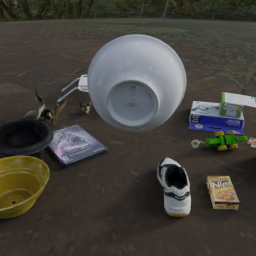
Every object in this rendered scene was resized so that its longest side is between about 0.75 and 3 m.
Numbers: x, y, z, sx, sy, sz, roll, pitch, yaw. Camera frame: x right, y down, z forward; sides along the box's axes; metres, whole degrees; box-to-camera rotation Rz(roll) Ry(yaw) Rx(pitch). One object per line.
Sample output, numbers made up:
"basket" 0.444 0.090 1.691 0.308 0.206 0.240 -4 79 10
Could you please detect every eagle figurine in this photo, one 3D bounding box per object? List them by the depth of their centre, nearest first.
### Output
"eagle figurine" -3.782 -0.799 12.110 1.904 1.437 1.445 25 46 21

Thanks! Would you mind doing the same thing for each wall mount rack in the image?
"wall mount rack" -2.508 -2.037 14.780 2.236 0.960 2.574 1 27 -5

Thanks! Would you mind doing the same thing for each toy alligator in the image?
"toy alligator" 3.255 0.514 10.250 2.171 0.644 0.589 -6 -13 -8

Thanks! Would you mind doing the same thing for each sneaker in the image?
"sneaker" 1.373 1.382 8.046 0.895 1.037 2.366 -3 26 -2

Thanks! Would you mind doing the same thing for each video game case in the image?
"video game case" -2.071 0.593 10.431 1.683 0.224 2.357 -19 34 -32

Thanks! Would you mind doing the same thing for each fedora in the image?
"fedora" -3.540 0.616 9.481 2.276 1.039 2.276 0 28 0

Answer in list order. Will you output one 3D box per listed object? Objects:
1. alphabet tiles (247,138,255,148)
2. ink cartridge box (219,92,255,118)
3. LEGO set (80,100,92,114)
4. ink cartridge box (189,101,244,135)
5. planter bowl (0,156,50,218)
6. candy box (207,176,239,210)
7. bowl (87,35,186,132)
"alphabet tiles" 5.087 0.624 10.552 1.043 0.039 0.872 19 33 31
"ink cartridge box" 4.814 -0.926 11.941 1.671 0.633 1.235 11 30 13
"LEGO set" -0.816 -1.197 13.537 2.935 0.832 1.906 -13 26 3
"ink cartridge box" 3.864 -0.516 12.278 2.230 0.454 2.235 7 29 12
"planter bowl" -3.144 1.725 7.495 2.178 0.907 2.178 0 30 0
"candy box" 2.669 1.817 7.972 0.647 0.310 1.122 1 28 4
"bowl" 0.165 -0.877 7.219 2.730 2.730 1.227 3 33 5
